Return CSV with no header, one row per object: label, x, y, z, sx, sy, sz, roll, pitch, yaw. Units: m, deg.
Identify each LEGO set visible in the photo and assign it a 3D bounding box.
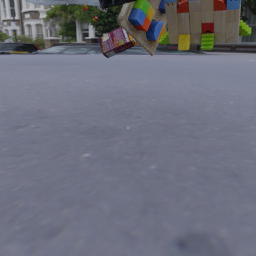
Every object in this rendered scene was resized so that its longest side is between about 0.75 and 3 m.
LEGO set,-1.035,-3.534,7.319,1.107,1.482,0.364,29,50,10

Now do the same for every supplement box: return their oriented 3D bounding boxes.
supplement box,-0.383,-2.994,9.734,1.165,0.643,0.499,-21,-9,15

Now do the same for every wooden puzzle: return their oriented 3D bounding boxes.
wooden puzzle,0.738,-3.363,7.865,0.514,2.058,2.222,22,-1,31

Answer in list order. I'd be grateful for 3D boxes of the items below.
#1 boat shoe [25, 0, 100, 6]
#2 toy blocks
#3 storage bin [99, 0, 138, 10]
boat shoe,-1.482,-3.615,6.671,2.490,1.130,0.881,8,40,16
toy blocks,1.273,-2.016,4.755,1.589,1.086,0.794,6,50,21
storage bin,-0.295,-2.867,4.572,0.698,1.488,1.006,-17,8,-4
